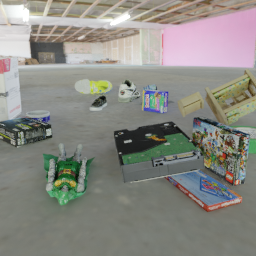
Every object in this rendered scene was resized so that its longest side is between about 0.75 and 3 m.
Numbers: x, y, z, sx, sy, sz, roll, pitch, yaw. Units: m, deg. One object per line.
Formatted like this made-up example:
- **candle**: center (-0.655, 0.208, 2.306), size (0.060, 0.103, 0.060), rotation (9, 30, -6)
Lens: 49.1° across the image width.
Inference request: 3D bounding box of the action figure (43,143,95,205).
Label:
- **action figure**: center (-1.392, 1.014, 6.479), size (1.417, 0.656, 2.399), rotation (0, 19, -10)

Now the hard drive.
- **hard drive**: center (0.668, 0.538, 7.699), size (1.977, 0.535, 2.830), rotation (-10, 16, -4)

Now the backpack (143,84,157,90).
- **backpack**: center (1.244, -1.949, 15.684), size (0.782, 0.974, 1.064), rotation (-8, 1, -3)

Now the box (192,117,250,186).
- **box**: center (2.243, 0.508, 7.059), size (0.334, 1.212, 1.774), rotation (-6, 17, -20)

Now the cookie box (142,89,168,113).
- **cookie box**: center (1.317, -1.315, 13.700), size (1.213, 1.037, 0.456), rotation (11, 16, 35)

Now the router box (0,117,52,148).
- **router box**: center (-3.670, 0.089, 9.710), size (1.744, 0.542, 1.307), rotation (14, 21, 40)

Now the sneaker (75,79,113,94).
- **sneaker**: center (-2.265, -2.746, 19.262), size (2.624, 0.994, 1.378), rotation (5, 0, 16)

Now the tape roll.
- **tape roll**: center (3.913, 0.338, 9.103), size (1.714, 0.412, 1.714), rotation (1, 16, 0)

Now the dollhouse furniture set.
- **dollhouse furniture set**: center (3.829, -0.498, 11.501), size (2.943, 1.636, 2.603), rotation (-25, -27, 4)

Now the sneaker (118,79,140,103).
- **sneaker**: center (0.117, -2.386, 17.074), size (1.054, 1.259, 2.844), rotation (2, 15, 12)

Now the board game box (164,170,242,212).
- **board game box**: center (1.583, 1.287, 6.253), size (0.873, 0.165, 1.695), rotation (-8, 18, -21)

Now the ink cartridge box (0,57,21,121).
- **ink cartridge box**: center (-5.517, -1.714, 12.216), size (1.103, 2.601, 1.894), rotation (-1, 16, -3)

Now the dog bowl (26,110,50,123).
- **dog bowl**: center (-3.827, -0.468, 11.937), size (0.955, 0.376, 0.955), rotation (0, 16, 0)

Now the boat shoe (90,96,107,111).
- **boat shoe**: center (-1.537, -1.287, 14.498), size (0.634, 0.523, 1.847), rotation (3, 16, 11)
